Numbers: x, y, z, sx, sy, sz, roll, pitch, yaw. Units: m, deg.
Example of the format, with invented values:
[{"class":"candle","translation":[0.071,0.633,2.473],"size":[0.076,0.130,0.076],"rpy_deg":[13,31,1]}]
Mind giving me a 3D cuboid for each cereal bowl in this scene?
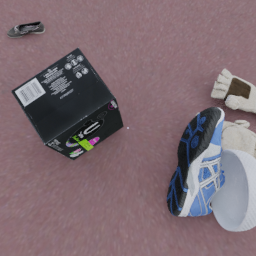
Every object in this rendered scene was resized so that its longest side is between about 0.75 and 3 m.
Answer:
[{"class":"cereal bowl","translation":[2.809,1.525,6.963],"size":[0.835,2.004,2.004],"rpy_deg":[3,68,-9]}]

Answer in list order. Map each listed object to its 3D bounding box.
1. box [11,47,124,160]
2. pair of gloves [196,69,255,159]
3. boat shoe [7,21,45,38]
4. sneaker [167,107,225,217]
[{"class":"box","translation":[-1.358,-0.432,7.275],"size":[1.887,2.541,1.579],"rpy_deg":[-34,76,-5]},{"class":"pair of gloves","translation":[3.252,-0.336,8.195],"size":[2.231,0.460,2.624],"rpy_deg":[30,67,5]},{"class":"boat shoe","translation":[-3.579,-3.476,9.740],"size":[1.330,0.379,0.445],"rpy_deg":[-10,68,-4]},{"class":"sneaker","translation":[1.969,0.918,7.415],"size":[1.154,1.134,2.995],"rpy_deg":[15,97,-16]}]
